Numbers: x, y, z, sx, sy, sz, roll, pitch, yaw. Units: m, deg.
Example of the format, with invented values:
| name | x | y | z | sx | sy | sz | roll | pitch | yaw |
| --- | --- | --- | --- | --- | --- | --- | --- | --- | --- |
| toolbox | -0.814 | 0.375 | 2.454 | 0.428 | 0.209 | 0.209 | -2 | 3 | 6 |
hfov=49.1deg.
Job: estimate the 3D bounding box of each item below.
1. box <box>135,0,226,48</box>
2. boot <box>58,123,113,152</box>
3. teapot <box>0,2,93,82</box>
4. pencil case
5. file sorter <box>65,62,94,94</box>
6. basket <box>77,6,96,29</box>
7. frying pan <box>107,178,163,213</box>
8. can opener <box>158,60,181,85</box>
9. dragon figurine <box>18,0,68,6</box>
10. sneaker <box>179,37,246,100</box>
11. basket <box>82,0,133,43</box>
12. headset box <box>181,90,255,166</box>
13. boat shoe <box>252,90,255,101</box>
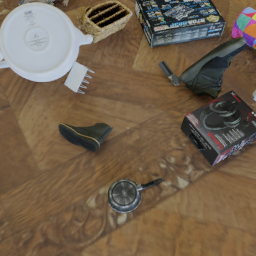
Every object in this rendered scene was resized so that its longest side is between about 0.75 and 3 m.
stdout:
| name | x | y | z | sx | sy | sz | roll | pitch | yaw |
| --- | --- | --- | --- | --- | --- | --- | --- | --- | --- |
| box | 2.020 | -4.502 | 11.266 | 2.999 | 0.690 | 2.384 | -12 | 59 | -8 |
| boot | -1.287 | 0.066 | 8.598 | 1.459 | 0.565 | 1.009 | 27 | 49 | 16 |
| teapot | -2.925 | -2.725 | 9.509 | 2.668 | 1.949 | 2.633 | 26 | 89 | -7 |
| pencil case | 5.313 | -3.292 | 10.205 | 2.971 | 1.313 | 1.313 | 36 | 64 | 20 |
| file sorter | -1.575 | -1.639 | 9.238 | 0.582 | 0.522 | 0.838 | 35 | 104 | 27 |
| basket | -1.603 | -4.462 | 11.276 | 0.675 | 0.646 | 0.906 | 10 | 59 | 7 |
| frying pan | 0.208 | 1.800 | 7.613 | 1.572 | 0.256 | 0.951 | -3 | 58 | 2 |
| can opener | 1.488 | -1.944 | 9.768 | 0.280 | 0.351 | 1.051 | -31 | 82 | -29 |
| dragon figurine | -3.282 | -5.920 | 12.056 | 2.966 | 0.873 | 1.475 | -32 | 63 | -17 |
| sneaker | 2.867 | -1.791 | 8.834 | 1.324 | 2.311 | 0.883 | 48 | 37 | -9 |
| basket | -0.840 | -4.198 | 10.572 | 1.611 | 1.200 | 1.150 | -34 | 96 | -19 |
| headset box | 2.745 | 0.010 | 8.373 | 2.101 | 0.811 | 1.563 | -26 | 61 | -17 |
| boat shoe | 4.894 | -1.108 | 9.280 | 1.403 | 0.459 | 0.516 | -1 | 58 | -1 |
